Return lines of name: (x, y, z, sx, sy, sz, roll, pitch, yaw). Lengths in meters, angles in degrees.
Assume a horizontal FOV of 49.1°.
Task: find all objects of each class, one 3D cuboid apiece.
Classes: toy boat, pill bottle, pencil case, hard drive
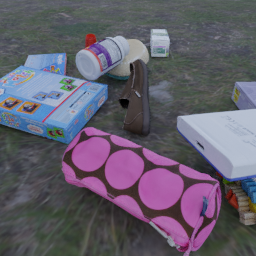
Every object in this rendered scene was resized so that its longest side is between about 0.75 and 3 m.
toy boat: (-0.514, -2.554, 10.207, 2.538, 1.180, 2.134, 25, 48, 22)
pill bottle: (-0.703, -2.178, 8.452, 0.909, 0.909, 1.631, 24, 47, 31)
pencil case: (0.115, 0.947, 4.765, 2.771, 1.257, 1.298, 20, 58, 31)
hard drive: (2.687, 0.133, 5.206, 2.984, 0.379, 1.969, -6, 24, -13)

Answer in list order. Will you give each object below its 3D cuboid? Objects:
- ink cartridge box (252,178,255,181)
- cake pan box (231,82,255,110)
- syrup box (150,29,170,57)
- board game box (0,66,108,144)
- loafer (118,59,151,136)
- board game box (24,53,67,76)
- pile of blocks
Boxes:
ink cartridge box: (2.592, 1.030, 5.339, 0.810, 0.342, 0.586, -4, 34, -6)
cake pan box: (4.383, -0.534, 7.453, 2.509, 0.656, 2.311, -2, 36, -3)
syrup box: (1.359, -3.705, 12.148, 0.718, 0.742, 1.823, 1, 33, 2)
board game box: (-2.367, -0.783, 7.659, 2.965, 0.543, 2.243, 16, 41, 15)
loafer: (0.136, -0.858, 7.142, 0.782, 0.805, 2.204, -2, 60, 0)
board game box: (-3.005, -2.068, 10.088, 1.508, 0.285, 2.929, -6, 34, -6)
pile of blocks: (1.962, 1.060, 5.027, 0.487, 0.643, 1.567, -4, 34, -7)
